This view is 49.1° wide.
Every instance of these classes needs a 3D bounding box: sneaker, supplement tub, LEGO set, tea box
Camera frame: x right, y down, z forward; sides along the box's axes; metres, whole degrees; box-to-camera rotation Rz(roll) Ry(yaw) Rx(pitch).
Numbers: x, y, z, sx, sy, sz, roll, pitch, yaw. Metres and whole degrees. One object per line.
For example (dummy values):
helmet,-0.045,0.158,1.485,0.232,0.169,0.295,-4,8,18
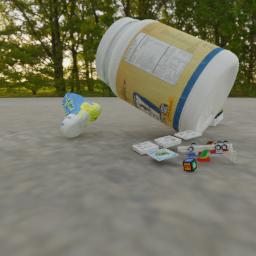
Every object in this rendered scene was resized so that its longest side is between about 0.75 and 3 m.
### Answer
sneaker,-1.310,-0.350,6.566,0.908,0.655,1.730,33,20,5
supplement tub,0.824,-1.255,6.495,2.779,2.010,2.010,32,22,24
LEGO set,0.862,0.395,4.390,1.161,0.382,1.555,-14,11,-15
tea box,2.468,-0.652,8.535,0.668,0.984,1.000,7,18,31
